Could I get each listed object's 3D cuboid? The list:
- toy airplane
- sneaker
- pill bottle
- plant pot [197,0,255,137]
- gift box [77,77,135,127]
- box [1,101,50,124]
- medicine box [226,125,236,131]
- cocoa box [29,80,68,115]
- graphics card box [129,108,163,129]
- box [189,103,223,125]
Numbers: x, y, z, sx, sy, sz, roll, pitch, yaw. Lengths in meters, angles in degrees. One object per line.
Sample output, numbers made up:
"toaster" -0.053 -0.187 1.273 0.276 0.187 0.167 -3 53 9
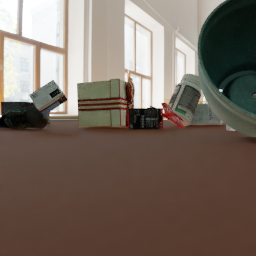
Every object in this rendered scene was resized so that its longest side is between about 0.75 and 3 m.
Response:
"toy airplane" 1.480 -0.502 10.961 1.775 0.326 1.775 25 26 -13
"sneaker" -3.617 -0.262 9.646 2.294 0.865 0.909 -6 11 40
"pill bottle" 2.593 -1.298 12.761 1.241 2.194 1.241 24 -16 7
"plant pot" 2.766 -0.974 5.589 2.899 2.899 1.942 0 -23 8
"gift box" -0.649 -0.987 11.034 2.002 1.978 2.144 -1 6 19
"box" -5.111 -0.728 14.150 1.341 1.164 2.194 1 2 19
"medicine box" 3.512 -0.124 8.569 0.754 0.426 0.828 1 2 0
"cocoa box" -2.461 -0.943 8.726 0.908 0.606 0.596 -35 -15 -5
"graphics card box" 0.616 -0.327 9.690 1.178 0.739 0.300 -1 6 -4
"box" 3.773 -0.668 14.259 1.976 1.083 2.240 -1 1 23
